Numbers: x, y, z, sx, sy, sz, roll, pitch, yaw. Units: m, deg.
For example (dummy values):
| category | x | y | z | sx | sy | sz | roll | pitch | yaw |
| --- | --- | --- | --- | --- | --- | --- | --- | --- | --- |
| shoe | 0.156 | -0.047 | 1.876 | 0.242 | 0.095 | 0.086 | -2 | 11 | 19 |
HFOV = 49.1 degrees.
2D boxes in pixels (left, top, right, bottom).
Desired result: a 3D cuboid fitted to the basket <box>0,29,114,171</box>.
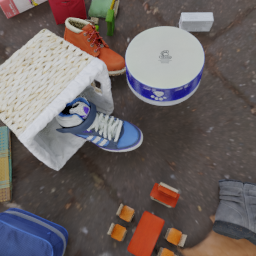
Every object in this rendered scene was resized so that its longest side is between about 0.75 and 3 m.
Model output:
| category | x | y | z | sx | sy | sz | roll | pitch | yaw |
| --- | --- | --- | --- | --- | --- | --- | --- | --- | --- |
| basket | -2.097 | -0.737 | 7.827 | 2.227 | 2.744 | 2.769 | 38 | 75 | 15 |

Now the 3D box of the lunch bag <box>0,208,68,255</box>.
| category | x | y | z | sx | sy | sz | roll | pitch | yaw |
| --- | --- | --- | --- | --- | --- | --- | --- | --- | --- |
| lunch bag | -2.776 | 3.044 | 7.137 | 2.226 | 1.473 | 1.512 | 22 | 86 | 6 |

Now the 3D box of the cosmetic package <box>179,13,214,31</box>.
| category | x | y | z | sx | sy | sz | roll | pitch | yaw |
| --- | --- | --- | --- | --- | --- | --- | --- | --- | --- |
| cosmetic package | 2.439 | -3.811 | 10.076 | 1.108 | 0.562 | 0.395 | 0 | 70 | -1 |

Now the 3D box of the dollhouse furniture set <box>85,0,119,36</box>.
| category | x | y | z | sx | sy | sz | roll | pitch | yaw |
| --- | --- | --- | --- | --- | --- | --- | --- | --- | --- |
| dollhouse furniture set | -0.949 | -4.270 | 10.103 | 1.068 | 0.818 | 1.631 | 8 | 70 | 3 |

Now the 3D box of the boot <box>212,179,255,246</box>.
| category | x | y | z | sx | sy | sz | roll | pitch | yaw |
| --- | --- | --- | --- | --- | --- | --- | --- | --- | --- |
| boot | 3.666 | 2.387 | 7.718 | 2.503 | 0.873 | 1.648 | 19 | 66 | 2 |

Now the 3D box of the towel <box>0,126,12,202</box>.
| category | x | y | z | sx | sy | sz | roll | pitch | yaw |
| --- | --- | --- | --- | --- | --- | --- | --- | --- | --- |
| towel | -4.369 | 1.164 | 8.464 | 1.690 | 0.250 | 2.305 | -9 | 72 | -3 |

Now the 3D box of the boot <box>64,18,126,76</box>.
| category | x | y | z | sx | sy | sz | roll | pitch | yaw |
| --- | --- | --- | --- | --- | --- | --- | --- | --- | --- |
| boot | -1.078 | -2.636 | 9.105 | 2.460 | 1.319 | 0.923 | 29 | 53 | 11 |

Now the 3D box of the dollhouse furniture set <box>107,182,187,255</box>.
| category | x | y | z | sx | sy | sz | roll | pitch | yaw |
| --- | --- | --- | --- | --- | --- | --- | --- | --- | --- |
| dollhouse furniture set | 0.661 | 2.507 | 7.550 | 1.963 | 1.011 | 1.942 | 24 | 72 | 8 |

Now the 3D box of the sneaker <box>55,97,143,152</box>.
| category | x | y | z | sx | sy | sz | roll | pitch | yaw |
| --- | --- | --- | --- | --- | --- | --- | --- | --- | --- |
| sneaker | -0.846 | -0.114 | 7.667 | 2.437 | 1.784 | 0.982 | 15 | 74 | 12 |

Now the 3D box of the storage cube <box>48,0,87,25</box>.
| category | x | y | z | sx | sy | sz | roll | pitch | yaw |
| --- | --- | --- | --- | --- | --- | --- | --- | --- | --- |
| storage cube | -2.175 | -4.663 | 10.027 | 1.178 | 1.239 | 1.379 | -10 | 70 | -3 |

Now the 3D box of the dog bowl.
| category | x | y | z | sx | sy | sz | roll | pitch | yaw |
| --- | --- | --- | --- | --- | --- | --- | --- | --- | --- |
| dog bowl | 0.995 | -1.735 | 7.754 | 2.135 | 0.841 | 2.135 | -2 | 65 | 3 |

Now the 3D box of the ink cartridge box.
| category | x | y | z | sx | sy | sz | roll | pitch | yaw |
| --- | --- | --- | --- | --- | --- | --- | --- | --- | --- |
| ink cartridge box | -3.766 | -5.400 | 10.490 | 2.560 | 0.864 | 1.491 | -29 | 73 | -9 |
